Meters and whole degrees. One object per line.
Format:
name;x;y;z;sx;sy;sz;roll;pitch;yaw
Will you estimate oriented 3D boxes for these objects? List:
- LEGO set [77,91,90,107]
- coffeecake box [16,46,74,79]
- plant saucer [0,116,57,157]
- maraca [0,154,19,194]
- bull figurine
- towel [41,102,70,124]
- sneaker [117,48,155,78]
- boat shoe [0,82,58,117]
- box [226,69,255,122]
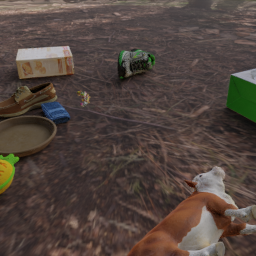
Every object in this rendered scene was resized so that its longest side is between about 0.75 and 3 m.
LEGO set;-1.489;-1.075;9.237;0.376;0.305;0.818;-28;47;0
coffeecake box;-3.953;-3.201;13.455;2.479;0.906;1.903;-8;31;-13
plant saucer;-3.145;0.237;8.213;2.079;0.306;2.079;1;31;0
maraca;-3.032;1.041;6.426;0.920;0.718;1.342;-4;33;3
bull figurine;1.253;1.714;4.797;2.967;0.966;1.801;-34;13;-34
towel;-2.472;-0.543;9.534;0.701;0.305;1.256;-16;34;-26
sneaker;0.402;-3.067;13.010;1.254;1.148;2.943;14;33;21
boat shoe;-3.647;-1.079;9.898;2.310;0.853;0.874;-24;38;-35
box;5.194;-0.975;9.298;2.434;1.334;2.758;-15;33;-20
